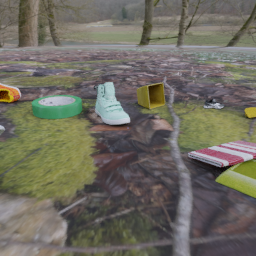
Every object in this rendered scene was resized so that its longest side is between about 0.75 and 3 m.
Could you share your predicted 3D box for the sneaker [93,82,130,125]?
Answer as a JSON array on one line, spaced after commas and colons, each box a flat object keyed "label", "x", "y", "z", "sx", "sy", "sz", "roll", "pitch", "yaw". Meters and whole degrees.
[{"label": "sneaker", "x": -0.698, "y": -1.029, "z": 11.104, "sx": 0.887, "sy": 1.422, "sz": 2.411, "roll": -10, "pitch": 24, "yaw": -28}]

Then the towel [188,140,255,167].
[{"label": "towel", "x": 2.887, "y": 0.710, "z": 7.768, "sx": 2.007, "sy": 0.228, "sz": 1.446, "roll": -10, "pitch": 9, "yaw": -23}]

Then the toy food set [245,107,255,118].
[{"label": "toy food set", "x": 5.215, "y": -0.576, "z": 11.588, "sx": 0.928, "sy": 0.303, "sz": 0.546, "roll": -8, "pitch": 46, "yaw": -16}]

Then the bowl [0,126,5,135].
[{"label": "bowl", "x": -4.283, "y": 0.168, "z": 5.883, "sx": 2.880, "sy": 1.295, "sz": 2.880, "roll": -28, "pitch": 6, "yaw": 3}]

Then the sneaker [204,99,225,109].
[{"label": "sneaker", "x": 3.942, "y": -1.111, "z": 12.717, "sx": 0.956, "sy": 0.433, "sz": 0.318, "roll": 0, "pitch": 22, "yaw": 0}]

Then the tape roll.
[{"label": "tape roll", "x": -3.064, "y": -0.946, "z": 12.188, "sx": 2.094, "sy": 0.503, "sz": 2.094, "roll": 1, "pitch": 20, "yaw": 0}]

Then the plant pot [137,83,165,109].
[{"label": "plant pot", "x": 0.999, "y": -1.524, "z": 13.095, "sx": 1.060, "sy": 1.061, "sz": 0.935, "roll": -18, "pitch": 18, "yaw": -39}]

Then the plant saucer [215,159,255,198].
[{"label": "plant saucer", "x": 3.130, "y": 1.161, "z": 6.841, "sx": 1.422, "sy": 0.341, "sz": 1.424, "roll": -19, "pitch": 28, "yaw": -41}]

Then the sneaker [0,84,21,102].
[{"label": "sneaker", "x": -6.542, "y": -1.787, "z": 13.845, "sx": 2.498, "sy": 0.912, "sz": 0.964, "roll": 7, "pitch": 21, "yaw": 19}]
